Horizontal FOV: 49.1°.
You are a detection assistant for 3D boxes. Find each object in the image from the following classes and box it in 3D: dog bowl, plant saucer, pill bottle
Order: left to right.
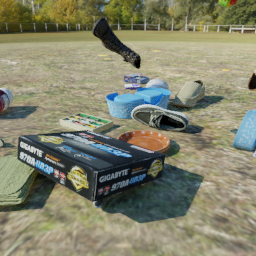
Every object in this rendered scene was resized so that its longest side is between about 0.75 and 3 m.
[{"bbox_3d":[-5.355,-1.047,11.231,0.928,0.928,1.626,3,22,6],"label":"pill bottle"},{"bbox_3d":[0.464,-1.053,11.548,2.942,0.729,1.640,-15,26,-35],"label":"dog bowl"},{"bbox_3d":[0.454,0.458,8.350,1.568,0.253,1.568,1,22,0],"label":"plant saucer"},{"bbox_3d":[3.805,-0.034,8.468,0.530,1.191,2.137,26,31,27],"label":"dog bowl"}]

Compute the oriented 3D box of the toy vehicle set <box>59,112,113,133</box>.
[{"bbox_3d":[-1.489,-0.178,10.002,1.664,0.221,1.034,15,26,34],"label":"toy vehicle set"}]

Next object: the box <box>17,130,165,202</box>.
[{"bbox_3d":[-0.885,0.683,6.513,2.759,0.635,2.193,16,14,40],"label":"box"}]

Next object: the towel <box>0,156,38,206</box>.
[{"bbox_3d":[-2.834,1.172,6.377,1.446,0.356,1.949,-1,22,-3],"label":"towel"}]

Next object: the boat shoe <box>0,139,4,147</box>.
[{"bbox_3d":[-4.072,0.375,8.514,0.880,0.313,0.275,5,19,25],"label":"boat shoe"}]

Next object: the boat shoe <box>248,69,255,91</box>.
[{"bbox_3d":[3.929,-1.598,7.871,0.640,1.784,0.676,-39,68,-18],"label":"boat shoe"}]

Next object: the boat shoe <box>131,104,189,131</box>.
[{"bbox_3d":[1.051,-0.338,9.718,2.066,0.730,0.658,9,22,18],"label":"boat shoe"}]

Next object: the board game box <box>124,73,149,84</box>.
[{"bbox_3d":[0.616,-3.040,17.061,1.271,0.392,1.270,13,26,31],"label":"board game box"}]

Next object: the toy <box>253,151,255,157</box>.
[{"bbox_3d":[4.531,0.434,8.015,1.315,0.539,2.284,15,26,32],"label":"toy"}]

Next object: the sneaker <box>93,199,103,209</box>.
[{"bbox_3d":[-0.719,1.345,5.858,0.430,0.372,0.992,13,12,-7],"label":"sneaker"}]

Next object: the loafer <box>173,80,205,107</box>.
[{"bbox_3d":[2.790,-1.622,12.727,1.008,0.909,2.663,12,24,28],"label":"loafer"}]

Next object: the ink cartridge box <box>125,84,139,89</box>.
[{"bbox_3d":[0.218,-2.266,15.383,0.780,0.171,0.788,-1,19,-2],"label":"ink cartridge box"}]

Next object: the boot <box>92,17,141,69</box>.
[{"bbox_3d":[-0.202,-2.159,7.295,1.268,0.504,1.457,40,2,17],"label":"boot"}]

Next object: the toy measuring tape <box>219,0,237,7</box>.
[{"bbox_3d":[3.577,-4.607,9.743,0.691,0.691,1.878,13,33,30],"label":"toy measuring tape"}]

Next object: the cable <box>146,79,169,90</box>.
[{"bbox_3d":[1.340,-1.766,12.905,1.080,1.080,0.374,-30,40,39],"label":"cable"}]
